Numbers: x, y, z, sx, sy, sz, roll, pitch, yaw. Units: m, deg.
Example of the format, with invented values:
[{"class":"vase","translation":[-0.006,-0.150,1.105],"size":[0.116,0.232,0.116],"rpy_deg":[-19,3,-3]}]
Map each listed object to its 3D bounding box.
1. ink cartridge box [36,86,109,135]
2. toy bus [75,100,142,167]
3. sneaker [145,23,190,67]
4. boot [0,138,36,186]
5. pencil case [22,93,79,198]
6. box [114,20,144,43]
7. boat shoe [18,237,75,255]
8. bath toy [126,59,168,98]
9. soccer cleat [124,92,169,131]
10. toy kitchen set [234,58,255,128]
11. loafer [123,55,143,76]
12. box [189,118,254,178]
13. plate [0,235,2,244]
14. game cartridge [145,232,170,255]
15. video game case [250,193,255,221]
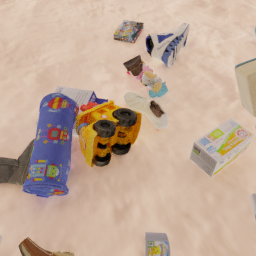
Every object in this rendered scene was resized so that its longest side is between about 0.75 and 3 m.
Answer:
[{"class":"ink cartridge box","translation":[-1.765,-0.580,9.199],"size":[1.875,0.381,1.871],"rpy_deg":[9,49,8]},{"class":"toy bus","translation":[-0.832,-0.045,7.902],"size":[1.831,1.294,1.907],"rpy_deg":[34,41,26]},{"class":"sneaker","translation":[1.541,-3.601,11.480],"size":[1.447,1.012,2.506],"rpy_deg":[22,53,16]},{"class":"boot","translation":[-3.427,0.903,7.786],"size":[1.869,0.678,1.699],"rpy_deg":[0,46,9]},{"class":"pencil case","translation":[-2.008,0.450,7.541],"size":[1.119,1.246,2.868],"rpy_deg":[12,57,-18]},{"class":"box","translation":[0.048,-4.382,12.670],"size":[0.982,0.271,1.438],"rpy_deg":[14,50,12]},{"class":"boat shoe","translation":[-1.376,2.996,5.821],"size":[2.073,0.784,0.766],"rpy_deg":[35,51,18]},{"class":"bath toy","translation":[0.579,-1.876,10.126],"size":[0.773,0.909,2.090],"rpy_deg":[-35,49,0]},{"class":"soccer cleat","translation":[0.596,-0.724,9.067],"size":[0.688,0.770,1.986],"rpy_deg":[-31,55,-25]},{"class":"toy kitchen set","translation":[2.638,-0.285,4.956],"size":[1.540,2.615,2.095],"rpy_deg":[-19,25,7]},{"class":"loafer","translation":[0.219,-1.554,7.087],"size":[0.463,0.450,1.267],"rpy_deg":[-23,10,15]},{"class":"box","translation":[2.643,0.531,7.925],"size":[1.559,0.790,0.877],"rpy_deg":[-30,55,-24]},{"class":"plate","translation":[-3.550,2.971,6.141],"size":[1.272,0.206,1.275],"rpy_deg":[2,48,3]},{"class":"game cartridge","translation":[0.672,2.794,6.340],"size":[0.569,0.173,0.853],"rpy_deg":[4,48,-2]},{"class":"video game case","translation":[4.217,2.557,6.486],"size":[2.282,0.251,2.080],"rpy_deg":[3,48,4]}]
